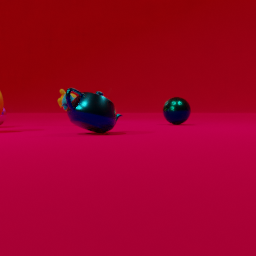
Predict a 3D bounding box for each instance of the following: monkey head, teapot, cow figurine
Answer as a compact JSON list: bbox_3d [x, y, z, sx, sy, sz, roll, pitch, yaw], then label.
[{"bbox_3d":[-2.334,-1.151,11.301,0.747,0.892,1.240,-29,-51,35],"label":"monkey head"},{"bbox_3d":[-0.689,-0.362,5.958,1.045,0.823,1.680,6,-17,41],"label":"teapot"},{"bbox_3d":[-1.625,-0.843,9.306,1.033,0.576,1.049,-11,-25,37],"label":"cow figurine"}]

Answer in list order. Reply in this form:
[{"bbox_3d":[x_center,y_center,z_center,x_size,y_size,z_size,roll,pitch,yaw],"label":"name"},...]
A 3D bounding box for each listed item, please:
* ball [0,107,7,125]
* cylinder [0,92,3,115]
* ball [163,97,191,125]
[{"bbox_3d":[-4.032,-0.389,8.361,0.748,0.748,0.748,0,3,0],"label":"ball"},{"bbox_3d":[-3.294,-0.569,6.219,0.728,0.728,0.728,3,8,38],"label":"cylinder"},{"bbox_3d":[1.732,-0.612,9.970,0.990,0.990,0.990,0,3,0],"label":"ball"}]
